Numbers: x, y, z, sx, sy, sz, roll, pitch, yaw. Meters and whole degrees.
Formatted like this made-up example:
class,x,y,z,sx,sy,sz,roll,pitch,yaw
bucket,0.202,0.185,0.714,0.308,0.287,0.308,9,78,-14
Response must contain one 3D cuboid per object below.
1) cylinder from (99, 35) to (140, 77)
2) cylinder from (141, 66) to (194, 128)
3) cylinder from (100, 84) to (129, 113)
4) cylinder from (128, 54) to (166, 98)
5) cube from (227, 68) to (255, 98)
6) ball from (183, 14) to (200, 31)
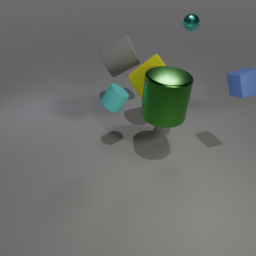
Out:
class,x,y,z,sx,sy,sz,roll,pitch,yaw
cylinder,-0.361,-3.204,12.519,1.400,1.400,1.400,-26,31,9
cylinder,1.142,-0.947,8.426,1.400,1.400,1.400,3,35,-2
cylinder,-0.441,-0.973,9.161,0.700,0.700,0.700,31,22,-14
cylinder,0.958,-1.909,10.947,1.400,1.400,1.400,-35,29,14
cube,3.494,-1.357,8.381,0.700,0.700,0.700,-18,18,-10
ball,2.664,-4.438,11.798,0.700,0.700,0.700,0,31,0
